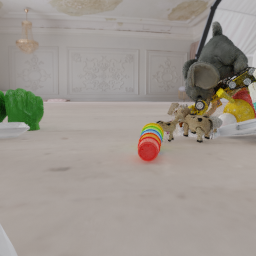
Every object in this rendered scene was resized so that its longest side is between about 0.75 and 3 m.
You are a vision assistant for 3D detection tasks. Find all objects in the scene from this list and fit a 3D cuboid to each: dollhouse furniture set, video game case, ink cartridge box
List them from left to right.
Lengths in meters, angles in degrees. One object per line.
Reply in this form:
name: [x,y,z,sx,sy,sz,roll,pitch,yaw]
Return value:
dollhouse furniture set: [3.094,-0.832,16.060,1.455,0.710,1.241,29,20,22]
ink cartridge box: [2.213,0.054,8.319,1.038,0.323,1.290,4,10,31]
video game case: [4.326,-0.170,7.323,2.792,0.326,2.539,-2,-8,-24]

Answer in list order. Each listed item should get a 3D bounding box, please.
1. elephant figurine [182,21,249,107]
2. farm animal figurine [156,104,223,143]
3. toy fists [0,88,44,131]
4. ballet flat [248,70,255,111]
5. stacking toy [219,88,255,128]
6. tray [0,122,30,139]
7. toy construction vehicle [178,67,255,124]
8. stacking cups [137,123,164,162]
elephant figurine: [2.739,-1.814,10.003,2.728,2.117,1.931,-36,-26,8]
farm animal figurine: [1.497,-0.164,7.173,1.508,0.795,1.525,14,27,32]
toy fists: [-4.210,-0.669,9.649,2.756,1.405,0.948,2,7,10]
ballet flat: [3.815,-1.230,7.927,0.725,2.059,0.693,26,-21,3]
stacking toy: [3.767,-0.538,9.399,2.402,1.755,1.755,-23,19,-32]
tray: [-4.316,0.117,7.642,2.961,0.328,1.590,-4,7,-26]
toy construction vehicle: [3.165,-0.932,9.998,2.964,1.044,2.580,-35,4,16]
stacking cups: [0.480,0.309,5.690,0.545,0.545,1.800,1,11,6]
